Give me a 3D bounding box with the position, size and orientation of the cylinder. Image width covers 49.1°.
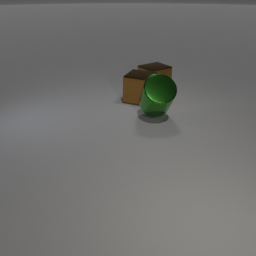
[{"bbox_3d":[1.256,-1.373,12.029,1.400,1.400,1.400,2,68,-6],"label":"cylinder"}]

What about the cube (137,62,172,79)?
[{"bbox_3d":[1.481,-2.777,15.639,1.400,1.400,1.400,-17,31,-26],"label":"cube"}]

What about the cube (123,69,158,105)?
[{"bbox_3d":[0.623,-2.079,14.321,1.400,1.400,1.400,12,30,18],"label":"cube"}]
